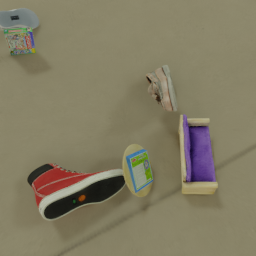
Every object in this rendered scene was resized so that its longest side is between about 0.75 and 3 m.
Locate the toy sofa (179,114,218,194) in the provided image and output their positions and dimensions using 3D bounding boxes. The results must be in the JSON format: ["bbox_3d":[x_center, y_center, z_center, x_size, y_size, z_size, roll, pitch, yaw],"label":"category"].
[{"bbox_3d":[1.583,0.566,6.452,0.741,0.874,1.790,0,56,6],"label":"toy sofa"}]

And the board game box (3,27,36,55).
[{"bbox_3d":[-3.183,-2.555,8.317,0.758,1.127,0.164,-10,76,-15],"label":"board game box"}]

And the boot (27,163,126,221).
[{"bbox_3d":[-1.148,1.093,6.297,1.997,0.723,1.441,-14,33,-26],"label":"boot"}]

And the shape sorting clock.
[{"bbox_3d":[0.219,0.923,6.154,0.227,1.157,1.157,-10,51,32],"label":"shape sorting clock"}]

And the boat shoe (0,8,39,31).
[{"bbox_3d":[-3.722,-3.386,9.004,0.785,0.681,1.842,-5,21,28],"label":"boat shoe"}]

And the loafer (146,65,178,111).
[{"bbox_3d":[0.833,-0.994,7.300,0.718,0.821,2.285,-12,28,10],"label":"loafer"}]
